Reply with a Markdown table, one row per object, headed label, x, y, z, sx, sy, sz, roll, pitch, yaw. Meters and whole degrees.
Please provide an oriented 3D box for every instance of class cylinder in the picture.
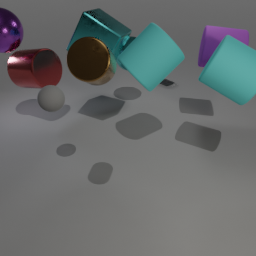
| label | x | y | z | sx | sy | sz | roll | pitch | yaw |
| --- | --- | --- | --- | --- | --- | --- | --- | --- | --- |
| cylinder | -3.370 | -2.146 | 10.188 | 1.400 | 1.400 | 1.400 | 7 | 31 | 33 |
| cylinder | 0.659 | -2.025 | 8.108 | 1.400 | 1.400 | 1.400 | -44 | 34 | 11 |
| cylinder | 3.272 | -2.758 | 9.758 | 1.400 | 1.400 | 1.400 | 9 | 33 | 7 |
| cylinder | 2.882 | -1.556 | 7.614 | 1.400 | 1.400 | 1.400 | 32 | 38 | 4 |
| cylinder | -0.583 | -1.089 | 4.680 | 0.700 | 0.700 | 0.700 | 4 | 4 | 6 |

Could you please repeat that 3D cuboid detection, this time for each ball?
| label | x | y | z | sx | sy | sz | roll | pitch | yaw |
| --- | --- | --- | --- | --- | --- | --- | --- | --- | --- |
| ball | -2.004 | -0.767 | 7.316 | 0.700 | 0.700 | 0.700 | 0 | 32 | 0 |
| ball | 0.125 | -3.076 | 11.644 | 1.400 | 1.400 | 1.400 | 0 | 32 | 0 |
| ball | -4.122 | -3.149 | 9.062 | 1.400 | 1.400 | 1.400 | 0 | 32 | 0 |

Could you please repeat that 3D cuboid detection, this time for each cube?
| label | x | y | z | sx | sy | sz | roll | pitch | yaw |
| --- | --- | --- | --- | --- | --- | --- | --- | --- | --- |
| cube | -0.935 | -2.934 | 9.351 | 1.400 | 1.400 | 1.400 | 34 | 31 | -2 |
